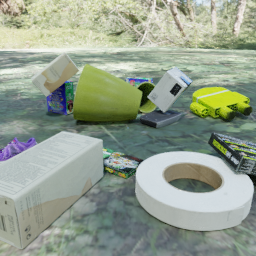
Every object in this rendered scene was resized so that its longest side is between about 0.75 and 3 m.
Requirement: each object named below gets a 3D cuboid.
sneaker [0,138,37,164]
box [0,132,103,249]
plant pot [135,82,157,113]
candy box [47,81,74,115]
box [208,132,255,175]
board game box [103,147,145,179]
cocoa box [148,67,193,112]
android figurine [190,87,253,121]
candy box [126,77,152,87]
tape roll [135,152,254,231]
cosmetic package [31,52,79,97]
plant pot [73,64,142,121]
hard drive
[{"bbox_3d":[-3.447,0.652,8.230,1.584,0.661,0.639,-17,13,-41],"label":"sneaker"},{"bbox_3d":[-1.838,1.141,6.320,1.380,1.130,2.906,10,23,26],"label":"box"},{"bbox_3d":[0.528,-1.443,13.295,1.420,1.420,1.349,-12,11,-29],"label":"plant pot"},{"bbox_3d":[-3.085,-1.429,12.713,1.247,1.475,0.568,12,24,30],"label":"candy box"},{"bbox_3d":[3.366,0.784,7.535,1.886,0.448,1.821,14,18,-12],"label":"box"},{"bbox_3d":[-0.509,0.952,8.188,1.840,0.216,0.964,14,27,33],"label":"board game box"},{"bbox_3d":[1.736,-1.583,11.545,0.994,1.491,0.978,43,38,8],"label":"cocoa box"},{"bbox_3d":[4.135,-1.184,12.849,2.652,0.598,2.914,-16,30,-18],"label":"android figurine"},{"bbox_3d":[0.590,-2.108,14.991,1.367,1.156,0.527,6,21,16],"label":"candy box"},{"bbox_3d":[1.521,1.348,6.657,2.731,0.499,2.731,1,21,-1],"label":"tape roll"},{"bbox_3d":[-2.972,-2.201,11.475,1.762,0.927,0.626,-40,29,0],"label":"cosmetic package"},{"bbox_3d":[-0.742,-1.188,11.533,2.474,2.315,2.315,14,21,-1],"label":"plant pot"},{"bbox_3d":[1.357,-0.403,11.591,1.095,0.344,1.624,19,28,41],"label":"hard drive"}]
